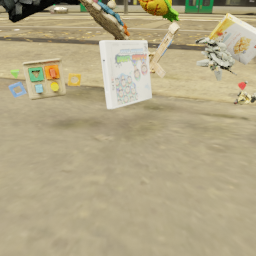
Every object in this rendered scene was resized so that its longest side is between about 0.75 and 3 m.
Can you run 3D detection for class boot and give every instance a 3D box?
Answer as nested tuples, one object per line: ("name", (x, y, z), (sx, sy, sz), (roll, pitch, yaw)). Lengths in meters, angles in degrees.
("boot", (-2.333, -3.592, 7.710), (2.077, 0.938, 2.535), (-30, 15, -2))

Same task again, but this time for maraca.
("maraca", (1.030, -4.251, 9.513), (1.790, 0.957, 1.227), (36, 3, -26))

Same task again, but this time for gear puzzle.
("gear puzzle", (-0.397, -2.776, 7.436), (1.542, 0.390, 2.977), (40, 6, 8))

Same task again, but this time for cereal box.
("cereal box", (2.398, -1.923, 6.152), (1.095, 0.788, 0.216), (25, 57, -7))

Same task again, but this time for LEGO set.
("LEGO set", (1.919, -1.221, 5.380), (1.712, 0.485, 1.112), (47, 45, 11))

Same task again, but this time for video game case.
("video game case", (0.011, -1.206, 6.135), (0.177, 1.362, 1.496), (4, 16, 38))

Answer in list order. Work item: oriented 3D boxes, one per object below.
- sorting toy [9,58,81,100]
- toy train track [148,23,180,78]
("sorting toy", (-1.911, -1.107, 6.526), (1.676, 0.944, 0.228), (-11, 32, -16))
("toy train track", (0.751, -1.928, 7.176), (0.276, 1.694, 0.972), (-18, 65, -39))
